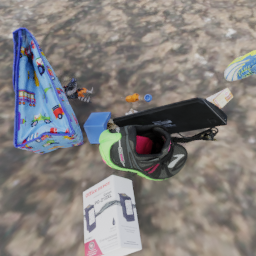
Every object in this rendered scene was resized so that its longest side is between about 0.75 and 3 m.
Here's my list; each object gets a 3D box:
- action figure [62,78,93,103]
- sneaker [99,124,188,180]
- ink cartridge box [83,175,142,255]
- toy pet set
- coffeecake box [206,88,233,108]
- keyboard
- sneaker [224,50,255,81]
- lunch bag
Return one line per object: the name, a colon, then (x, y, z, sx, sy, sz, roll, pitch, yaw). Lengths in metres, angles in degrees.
action figure: (-1.604, -1.091, 8.552, 1.042, 1.077, 0.563, 3, 76, -18)
sneaker: (0.637, 0.564, 6.384, 2.804, 1.175, 1.076, 13, 61, -47)
ink cartridge box: (-0.379, 1.870, 5.822, 0.618, 1.060, 1.465, 26, 42, -39)
toy pet set: (-0.264, -0.129, 7.418, 1.571, 0.893, 1.682, 0, 83, 22)
coffeecake box: (2.490, -0.733, 8.184, 0.694, 0.905, 0.331, -37, 94, -33)
keyboard: (1.100, -0.059, 6.975, 2.825, 1.795, 0.291, -10, 54, 45)
sneaker: (3.716, -1.915, 8.575, 0.693, 1.829, 0.961, 54, 40, -6)
lunch bag: (-2.075, -0.907, 6.900, 1.323, 2.117, 2.812, -13, 82, -6)
